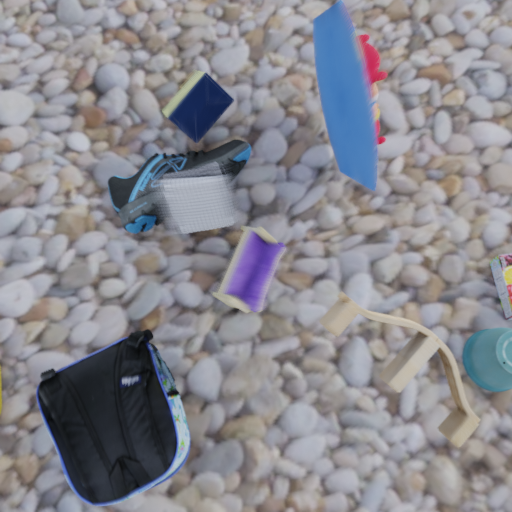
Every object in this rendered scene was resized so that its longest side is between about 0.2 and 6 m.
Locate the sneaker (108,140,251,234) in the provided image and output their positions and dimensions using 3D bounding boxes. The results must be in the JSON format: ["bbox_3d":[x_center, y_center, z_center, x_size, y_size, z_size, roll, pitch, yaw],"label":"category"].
[{"bbox_3d":[-1.520,-1.670,11.082,2.984,1.092,1.222,-29,75,-9],"label":"sneaker"}]

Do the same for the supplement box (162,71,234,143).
[{"bbox_3d":[-1.166,-2.945,11.016,0.756,1.125,1.126,41,95,-24],"label":"supplement box"}]

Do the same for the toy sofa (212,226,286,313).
[{"bbox_3d":[-0.110,0.248,10.443,0.749,0.636,1.535,11,71,38],"label":"toy sofa"}]

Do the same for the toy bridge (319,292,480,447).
[{"bbox_3d":[2.293,1.541,8.367,3.021,0.411,1.015,43,88,-12],"label":"toy bridge"}]

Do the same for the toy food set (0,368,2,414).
[{"bbox_3d":[-5.423,2.207,10.026,1.408,0.782,2.394,-11,73,-3],"label":"toy food set"}]

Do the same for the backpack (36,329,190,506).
[{"bbox_3d":[-2.205,2.773,9.347,2.123,1.705,2.320,-24,72,-4],"label":"backpack"}]

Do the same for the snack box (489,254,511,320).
[{"bbox_3d":[5.531,0.502,10.731,1.718,0.455,1.222,-7,73,-2],"label":"snack box"}]

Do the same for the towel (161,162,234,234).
[{"bbox_3d":[-1.039,-1.047,10.215,1.091,1.318,0.564,-7,49,8],"label":"towel"}]

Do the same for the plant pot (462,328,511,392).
[{"bbox_3d":[4.448,1.788,9.993,1.177,1.106,1.177,0,72,1],"label":"plant pot"}]

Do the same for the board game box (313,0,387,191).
[{"bbox_3d":[1.839,-2.854,9.906,0.736,3.781,2.987,-14,106,-1],"label":"board game box"}]
